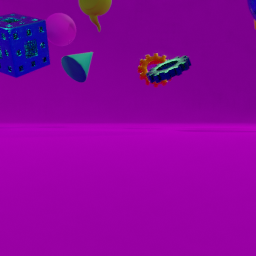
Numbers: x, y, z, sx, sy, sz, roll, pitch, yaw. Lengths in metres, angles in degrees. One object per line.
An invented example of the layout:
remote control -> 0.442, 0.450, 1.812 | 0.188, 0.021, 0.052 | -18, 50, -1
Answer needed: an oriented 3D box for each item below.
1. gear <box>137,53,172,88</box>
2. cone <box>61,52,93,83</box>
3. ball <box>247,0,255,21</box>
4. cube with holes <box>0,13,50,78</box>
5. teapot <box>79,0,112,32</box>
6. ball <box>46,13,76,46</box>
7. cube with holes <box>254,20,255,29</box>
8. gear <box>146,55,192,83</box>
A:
gear -> 1.129, -2.349, 11.361 | 1.454, 1.454, 0.269 | 0, -22, -2
cone -> -1.617, -2.433, 10.149 | 1.120, 1.120, 1.124 | 1, 44, 47
ball -> 2.526, -2.136, 4.281 | 1.308, 1.308, 1.308 | 0, 1, 0
cube with holes -> -3.073, -2.285, 7.619 | 1.244, 1.244, 1.244 | 21, 37, 24
teapot -> -0.948, -3.840, 8.524 | 1.042, 1.675, 0.820 | 8, 7, 27
ball -> -2.194, -3.187, 9.093 | 1.014, 1.014, 1.014 | 0, 1, 0
cube with holes -> 3.470, -2.766, 5.998 | 1.095, 1.095, 1.095 | -18, 27, 2
gear -> 0.970, -1.414, 6.733 | 1.068, 0.198, 1.068 | -22, 23, 10
